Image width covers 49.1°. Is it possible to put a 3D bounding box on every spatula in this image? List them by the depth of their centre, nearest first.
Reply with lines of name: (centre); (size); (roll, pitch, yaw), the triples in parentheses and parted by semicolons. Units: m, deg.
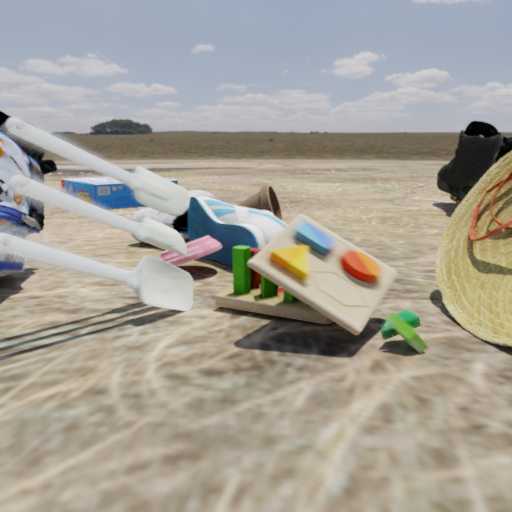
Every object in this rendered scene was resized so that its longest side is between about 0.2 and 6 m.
spatula: (-1.445, -0.347, 5.547); (0.181, 1.565, 2.251); (-16, -24, 35)

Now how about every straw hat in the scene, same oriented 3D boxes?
straw hat: (3.491, -0.088, 5.559); (1.396, 3.299, 3.299); (39, 2, -17)

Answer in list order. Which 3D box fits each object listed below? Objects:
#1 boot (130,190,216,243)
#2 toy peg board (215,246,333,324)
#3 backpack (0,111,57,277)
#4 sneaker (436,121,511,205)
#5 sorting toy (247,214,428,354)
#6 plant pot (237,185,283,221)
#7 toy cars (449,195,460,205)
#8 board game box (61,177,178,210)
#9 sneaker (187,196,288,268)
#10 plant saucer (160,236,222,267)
boot: (-1.159, -0.699, 10.310); (1.087, 0.836, 2.274); (3, 20, 34)
toy peg board: (0.426, 0.185, 6.275); (1.319, 0.645, 1.313); (7, 14, 26)
backpack: (-3.865, -0.673, 6.486); (2.745, 2.114, 2.614); (-8, -9, -11)
sneaker: (5.489, -2.348, 13.871); (1.243, 2.158, 4.138); (1, 23, 4)
sorting toy: (0.914, 0.225, 5.294); (1.720, 0.253, 1.271); (32, 37, 13)
plant pot: (0.042, -0.947, 11.614); (0.782, 0.897, 0.897); (-14, 8, 16)
toy cars: (5.923, -1.452, 14.932); (1.489, 0.330, 0.668); (0, 22, 1)
board game box: (-3.897, -1.835, 15.907); (2.481, 0.693, 2.429); (-9, 15, -37)
sneaker: (-0.315, -0.373, 8.677); (0.950, 0.900, 2.352); (-10, 25, -34)
plant saucer: (-0.944, -0.054, 7.730); (0.935, 0.237, 0.935); (-20, 4, 1)
